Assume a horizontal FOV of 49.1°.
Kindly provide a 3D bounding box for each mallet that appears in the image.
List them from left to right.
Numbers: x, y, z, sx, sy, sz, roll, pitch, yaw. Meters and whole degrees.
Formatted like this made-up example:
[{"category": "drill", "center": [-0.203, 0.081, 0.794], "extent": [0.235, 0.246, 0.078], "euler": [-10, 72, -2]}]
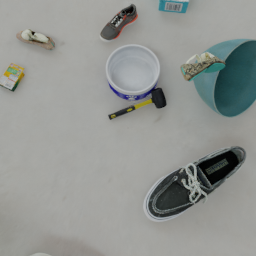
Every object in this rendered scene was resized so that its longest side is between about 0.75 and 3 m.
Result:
[{"category": "mallet", "center": [0.291, -0.534, 7.943], "extent": [1.698, 0.349, 0.559], "euler": [-28, 106, 4]}]

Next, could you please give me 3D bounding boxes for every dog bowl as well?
[{"category": "dog bowl", "center": [0.140, -1.590, 8.087], "extent": [1.534, 0.604, 1.534], "euler": [0, 73, 1]}]

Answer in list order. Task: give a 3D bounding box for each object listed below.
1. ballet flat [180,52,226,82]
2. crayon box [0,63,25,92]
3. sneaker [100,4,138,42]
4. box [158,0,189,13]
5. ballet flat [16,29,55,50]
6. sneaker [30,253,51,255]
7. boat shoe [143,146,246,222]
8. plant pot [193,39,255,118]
[{"category": "ballet flat", "center": [1.365, -1.169, 5.111], "extent": [1.116, 0.379, 0.420], "euler": [-24, 81, -35]}, {"category": "crayon box", "center": [-3.414, -1.499, 8.275], "extent": [0.474, 0.195, 0.755], "euler": [25, 75, 7]}, {"category": "sneaker", "center": [-0.314, -3.289, 8.591], "extent": [0.579, 0.616, 1.504], "euler": [41, 77, 11]}, {"category": "box", "center": [1.541, -4.876, 9.098], "extent": [0.930, 0.555, 2.260], "euler": [7, 73, 2]}, {"category": "ballet flat", "center": [-2.845, -2.776, 8.530], "extent": [1.316, 0.443, 0.448], "euler": [17, 74, 5]}, {"category": "sneaker", "center": [-1.343, 3.573, 6.261], "extent": [2.640, 1.121, 1.016], "euler": [10, 74, 3]}, {"category": "boat shoe", "center": [1.692, 1.364, 6.990], "extent": [2.914, 0.995, 1.076], "euler": [-25, 75, -7]}, {"category": "plant pot", "center": [2.537, -1.447, 7.536], "extent": [2.012, 2.012, 1.355], "euler": [-40, 40, -11]}]
